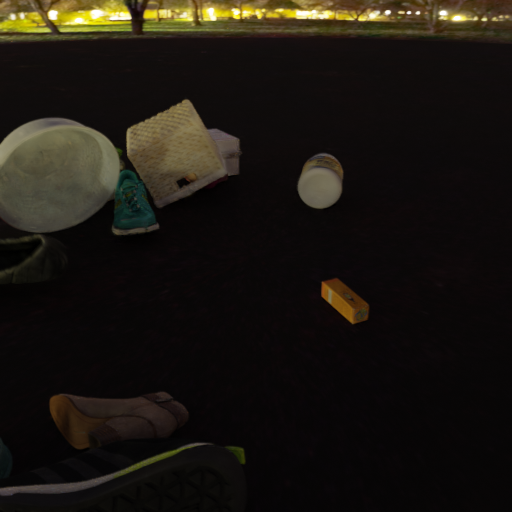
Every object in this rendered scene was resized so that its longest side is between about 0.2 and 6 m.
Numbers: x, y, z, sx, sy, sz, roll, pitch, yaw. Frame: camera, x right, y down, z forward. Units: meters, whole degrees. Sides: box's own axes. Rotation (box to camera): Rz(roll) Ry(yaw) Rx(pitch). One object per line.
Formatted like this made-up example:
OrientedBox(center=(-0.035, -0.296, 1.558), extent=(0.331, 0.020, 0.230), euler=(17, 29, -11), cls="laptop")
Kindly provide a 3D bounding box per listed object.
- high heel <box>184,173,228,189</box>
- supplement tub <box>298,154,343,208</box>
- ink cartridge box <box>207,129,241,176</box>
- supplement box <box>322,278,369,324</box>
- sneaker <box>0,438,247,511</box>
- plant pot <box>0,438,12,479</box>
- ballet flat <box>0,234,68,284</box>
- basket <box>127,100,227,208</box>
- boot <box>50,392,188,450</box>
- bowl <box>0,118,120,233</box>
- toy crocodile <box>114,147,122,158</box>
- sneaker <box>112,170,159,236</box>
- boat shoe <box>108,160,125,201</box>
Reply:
OrientedBox(center=(-1.751, -2.164, 13.670), extent=(2.075, 0.700, 0.998), euler=(19, 25, 30), cls="high heel")
OrientedBox(center=(1.456, -1.707, 12.504), extent=(0.935, 0.935, 1.295), euler=(4, 29, 8), cls="supplement tub")
OrientedBox(center=(-1.093, -2.597, 14.259), extent=(0.951, 0.926, 1.479), euler=(-12, 28, -26), cls="ink cartridge box")
OrientedBox(center=(1.341, 0.678, 8.520), extent=(0.296, 0.306, 0.889), euler=(-12, 27, -21), cls="supplement box")
OrientedBox(center=(-1.491, 2.280, 4.943), extent=(2.967, 1.064, 1.228), euler=(-7, 1, -13), cls="sneaker")
OrientedBox(center=(-3.039, 1.801, 5.487), extent=(1.037, 1.015, 1.037), euler=(0, 26, 0), cls="plant pot")
OrientedBox(center=(-4.471, 0.047, 8.760), extent=(3.029, 0.861, 1.007), euler=(-8, 57, 1), cls="ballet flat")
OrientedBox(center=(-1.804, -2.327, 12.474), extent=(1.778, 1.443, 1.794), euler=(-26, 33, 4), cls="basket")
OrientedBox(center=(-1.504, 1.761, 6.238), extent=(1.066, 0.512, 1.458), euler=(-11, 19, -42), cls="boot")
OrientedBox(center=(-3.912, -1.690, 10.586), extent=(2.441, 2.441, 1.097), euler=(-18, 54, -31), cls="bowl")
OrientedBox(center=(-4.087, -2.593, 14.607), extent=(0.447, 0.489, 1.448), euler=(42, 41, 21), cls="toy crocodile")
OrientedBox(center=(-2.526, -1.044, 11.239), extent=(0.892, 0.917, 2.302), euler=(-10, 29, -17), cls="sneaker")
OrientedBox(center=(-3.831, -1.485, 12.145), extent=(0.925, 0.874, 2.579), euler=(20, 33, 35), cls="boat shoe")
